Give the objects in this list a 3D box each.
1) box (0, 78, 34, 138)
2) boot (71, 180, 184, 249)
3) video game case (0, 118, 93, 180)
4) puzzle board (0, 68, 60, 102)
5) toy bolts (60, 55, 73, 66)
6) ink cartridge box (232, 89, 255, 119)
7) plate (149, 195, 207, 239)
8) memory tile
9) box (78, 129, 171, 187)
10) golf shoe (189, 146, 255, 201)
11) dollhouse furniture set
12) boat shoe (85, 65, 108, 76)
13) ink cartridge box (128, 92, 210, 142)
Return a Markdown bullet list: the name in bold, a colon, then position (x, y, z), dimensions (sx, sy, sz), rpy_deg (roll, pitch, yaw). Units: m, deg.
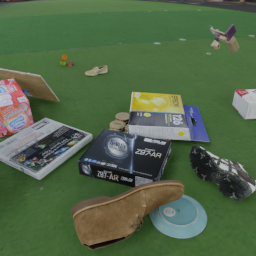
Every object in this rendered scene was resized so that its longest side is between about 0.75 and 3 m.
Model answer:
- **box**: position (-4.998, -0.918, 11.562), dimensions (1.396, 1.288, 2.721), rpy_deg (-18, 36, -27)
- **boot**: position (0.154, 2.160, 7.051), dimensions (2.964, 1.091, 1.118), rpy_deg (-16, 50, -10)
- **video game case**: position (-3.059, 0.599, 10.069), dimensions (2.460, 0.316, 2.706), rpy_deg (18, 35, 27)
- **puzzle board**: position (-4.621, -2.004, 12.886), dimensions (2.588, 1.950, 0.225), rpy_deg (13, 67, 20)
- **toy bolts**: position (-3.834, -4.248, 17.630), dimensions (0.770, 0.736, 0.534), rpy_deg (14, 23, -13)
- **ink cartridge box**: position (5.853, -1.088, 12.281), dimensions (1.970, 0.817, 1.446), rpy_deg (-3, 31, -4)
- **plate**: position (1.341, 2.252, 7.492), dimensions (1.536, 0.196, 1.536), rpy_deg (0, 32, 0)
- **memory tile**: position (0.501, 0.068, 11.000), dimensions (2.621, 0.220, 2.009), rpy_deg (11, 33, 17)
- **box**: position (-0.033, 0.968, 9.220), dimensions (2.561, 0.557, 2.051), rpy_deg (11, 33, 17)
- **golf shoe**: position (2.854, 1.293, 8.580), dimensions (1.075, 0.884, 2.274), rpy_deg (-8, 37, -34)
- **dollhouse furniture set**: position (3.471, -3.196, 10.535), dimensions (1.008, 1.272, 0.903), rpy_deg (-52, 47, 3)
- **boat shoe**: position (-1.851, -3.381, 16.355), dimensions (1.388, 0.451, 0.501), rpy_deg (-15, 35, -22)
- **ink cartridge box**: position (1.554, -0.541, 11.243), dimensions (2.991, 0.703, 2.956), rpy_deg (1, 30, 3)
